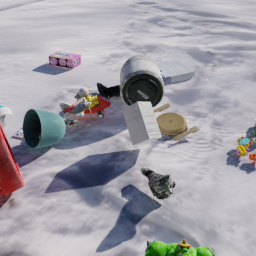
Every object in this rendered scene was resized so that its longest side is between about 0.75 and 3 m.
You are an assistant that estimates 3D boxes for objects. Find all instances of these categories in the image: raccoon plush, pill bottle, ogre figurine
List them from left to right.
[{"bbox_3d":[-5.458,-0.579,11.777,1.455,0.806,0.806,20,40,26],"label":"pill bottle"},{"bbox_3d":[0.753,1.539,8.375,1.514,1.015,0.733,24,68,33],"label":"raccoon plush"},{"bbox_3d":[1.126,3.239,6.190,2.246,1.102,1.346,-6,51,17],"label":"ogre figurine"}]

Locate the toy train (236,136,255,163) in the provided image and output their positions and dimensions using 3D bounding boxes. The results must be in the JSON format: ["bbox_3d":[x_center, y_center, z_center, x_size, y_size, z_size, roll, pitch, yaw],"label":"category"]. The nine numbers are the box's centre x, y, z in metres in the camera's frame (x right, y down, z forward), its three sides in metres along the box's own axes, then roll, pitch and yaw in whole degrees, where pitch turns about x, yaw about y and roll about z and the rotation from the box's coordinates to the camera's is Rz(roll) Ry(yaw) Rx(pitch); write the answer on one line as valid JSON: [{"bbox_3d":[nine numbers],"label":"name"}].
[{"bbox_3d":[4.417,0.827,10.207,0.943,0.349,1.256,10,39,12],"label":"toy train"}]

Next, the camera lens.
[{"bbox_3d":[0.602,-2.112,12.946,1.965,1.965,2.456,-1,34,-1],"label":"camera lens"}]

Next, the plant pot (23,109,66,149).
[{"bbox_3d":[-3.059,0.013,10.469,1.162,1.448,1.448,-3,28,-44],"label":"plant pot"}]

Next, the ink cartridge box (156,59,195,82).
[{"bbox_3d":[2.418,-3.270,15.958,2.047,0.416,2.043,-14,37,-19],"label":"ink cartridge box"}]

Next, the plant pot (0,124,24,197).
[{"bbox_3d":[-4.607,0.934,8.054,2.402,2.638,2.638,-20,40,-22],"label":"plant pot"}]

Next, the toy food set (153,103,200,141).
[{"bbox_3d":[1.802,-0.149,11.619,1.418,0.412,2.053,-25,47,-20],"label":"toy food set"}]

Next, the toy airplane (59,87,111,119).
[{"bbox_3d":[-1.970,-1.076,11.947,1.933,1.364,1.925,21,35,35],"label":"toy airplane"}]

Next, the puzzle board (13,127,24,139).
[{"bbox_3d":[-3.910,0.034,11.511,1.000,0.115,1.327,10,37,15],"label":"puzzle board"}]

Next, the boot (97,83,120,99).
[{"bbox_3d":[-0.898,-1.932,13.971,1.065,0.484,1.268,-17,45,-17],"label":"boot"}]

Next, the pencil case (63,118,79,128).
[{"bbox_3d":[-2.414,-0.217,11.304,0.857,0.333,0.383,8,12,13],"label":"pencil case"}]

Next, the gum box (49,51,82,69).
[{"bbox_3d":[-3.772,-4.140,17.043,1.780,0.589,1.010,14,36,19],"label":"gum box"}]

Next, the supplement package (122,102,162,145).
[{"bbox_3d":[0.503,-0.164,10.194,0.820,1.402,0.823,-23,-11,39],"label":"supplement package"}]
